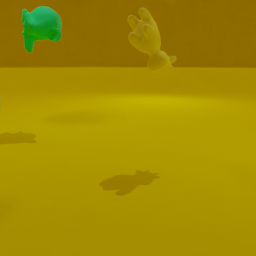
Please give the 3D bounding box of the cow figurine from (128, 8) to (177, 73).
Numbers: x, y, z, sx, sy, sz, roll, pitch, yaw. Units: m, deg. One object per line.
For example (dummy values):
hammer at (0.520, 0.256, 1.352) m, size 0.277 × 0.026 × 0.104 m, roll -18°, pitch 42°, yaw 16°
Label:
cow figurine at (0.469, -1.656, 5.533) m, size 0.608 × 1.108 × 1.091 m, roll -24°, pitch -36°, yaw 28°

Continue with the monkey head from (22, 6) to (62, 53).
monkey head at (-2.600, -2.947, 8.467) m, size 1.122 × 1.339 × 1.862 m, roll -3°, pitch 37°, yaw -26°

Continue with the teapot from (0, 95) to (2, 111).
teapot at (-2.317, -0.405, 4.257) m, size 0.519 × 0.659 × 1.060 m, roll -23°, pitch 13°, yaw 20°
